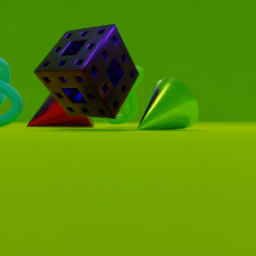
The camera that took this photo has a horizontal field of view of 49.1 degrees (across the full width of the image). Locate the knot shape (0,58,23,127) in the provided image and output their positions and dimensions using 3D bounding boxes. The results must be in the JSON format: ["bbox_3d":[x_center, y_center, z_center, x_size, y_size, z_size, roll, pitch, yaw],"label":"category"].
[{"bbox_3d":[-3.906,-1.101,7.701,0.919,1.990,1.862,-22,-24,25],"label":"knot shape"}]

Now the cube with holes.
[{"bbox_3d":[-0.801,-1.153,5.891,1.321,1.321,1.321,6,-35,33],"label":"cube with holes"}]

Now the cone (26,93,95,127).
[{"bbox_3d":[-2.055,-0.413,7.740,1.684,1.678,1.678,-27,2,-1],"label":"cone"}]

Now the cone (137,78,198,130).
[{"bbox_3d":[0.553,-0.227,5.359,1.129,1.125,1.125,-34,21,-34],"label":"cone"}]

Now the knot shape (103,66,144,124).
[{"bbox_3d":[-0.120,-1.197,9.008,0.961,1.947,2.081,18,-24,11],"label":"knot shape"}]
